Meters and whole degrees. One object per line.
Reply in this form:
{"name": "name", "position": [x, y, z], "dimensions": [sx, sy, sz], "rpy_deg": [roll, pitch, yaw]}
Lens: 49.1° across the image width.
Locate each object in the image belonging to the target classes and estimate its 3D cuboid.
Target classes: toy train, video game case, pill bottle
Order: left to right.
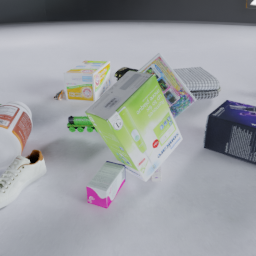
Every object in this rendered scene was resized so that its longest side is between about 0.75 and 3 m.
{"name": "pill bottle", "position": [-3.952, 0.080, 9.134], "dimensions": [1.438, 1.438, 2.564], "rpy_deg": [-3, 27, -5]}
{"name": "toy train", "position": [-1.175, -0.179, 10.107], "dimensions": [2.222, 0.626, 0.464], "rpy_deg": [0, 41, 9]}
{"name": "video game case", "position": [0.903, -1.030, 8.767], "dimensions": [1.749, 1.921, 0.228], "rpy_deg": [-41, 13, 1]}

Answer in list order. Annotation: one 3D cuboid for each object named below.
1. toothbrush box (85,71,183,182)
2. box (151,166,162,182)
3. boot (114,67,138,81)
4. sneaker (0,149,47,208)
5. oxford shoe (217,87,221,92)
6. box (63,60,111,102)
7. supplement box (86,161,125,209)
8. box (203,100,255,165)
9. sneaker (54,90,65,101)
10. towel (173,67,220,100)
{"name": "toothbrush box", "position": [0.261, -0.038, 7.495], "dimensions": [1.736, 2.384, 1.026], "rpy_deg": [-45, 40, -20]}
{"name": "box", "position": [0.783, 1.049, 8.457], "dimensions": [0.315, 0.294, 1.518], "rpy_deg": [-1, 27, -1]}
{"name": "boot", "position": [0.013, -2.280, 14.185], "dimensions": [2.010, 0.961, 2.662], "rpy_deg": [16, 45, 37]}
{"name": "sneaker", "position": [-3.080, 1.257, 7.393], "dimensions": [0.780, 0.907, 2.142], "rpy_deg": [14, 31, 22]}
{"name": "oxford shoe", "position": [4.413, -2.052, 14.655], "dimensions": [1.007, 0.379, 0.291], "rpy_deg": [15, -12, 42]}
{"name": "box", "position": [-1.944, -2.435, 14.124], "dimensions": [1.544, 1.391, 2.745], "rpy_deg": [5, 27, 13]}
{"name": "supplement box", "position": [-0.548, 1.450, 7.318], "dimensions": [0.598, 0.586, 1.158], "rpy_deg": [11, 29, 18]}
{"name": "box", "position": [3.970, 0.139, 9.187], "dimensions": [2.415, 1.260, 1.787], "rpy_deg": [19, 33, 31]}
{"name": "sneaker", "position": [-3.346, -1.636, 13.733], "dimensions": [0.359, 0.364, 0.930], "rpy_deg": [-1, 27, 8]}
{"name": "towel", "position": [3.097, -2.194, 14.093], "dimensions": [2.098, 1.084, 2.534], "rpy_deg": [-6, 29, -9]}
